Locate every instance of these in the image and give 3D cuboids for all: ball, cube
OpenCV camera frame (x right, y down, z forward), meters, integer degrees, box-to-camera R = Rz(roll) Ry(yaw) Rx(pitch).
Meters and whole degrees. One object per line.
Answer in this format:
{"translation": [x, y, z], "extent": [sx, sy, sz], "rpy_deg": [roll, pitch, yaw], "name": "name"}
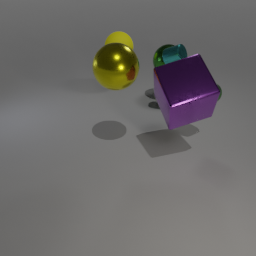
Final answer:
{"translation": [-0.438, -3.958, 13.618], "extent": [1.400, 1.400, 1.400], "rpy_deg": [0, 29, 0], "name": "ball"}
{"translation": [1.822, -3.045, 12.602], "extent": [1.400, 1.400, 1.400], "rpy_deg": [0, 29, 0], "name": "ball"}
{"translation": [1.627, -1.015, 8.145], "extent": [1.400, 1.400, 1.400], "rpy_deg": [-18, 64, -2], "name": "cube"}
{"translation": [-0.361, -1.824, 8.367], "extent": [1.400, 1.400, 1.400], "rpy_deg": [0, 29, 0], "name": "ball"}

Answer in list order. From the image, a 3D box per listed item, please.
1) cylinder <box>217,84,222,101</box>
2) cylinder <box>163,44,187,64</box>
{"translation": [2.654, -1.175, 9.306], "extent": [0.700, 0.700, 0.700], "rpy_deg": [25, 18, 37], "name": "cylinder"}
{"translation": [1.790, -2.759, 10.663], "extent": [0.700, 0.700, 0.700], "rpy_deg": [-7, 20, 40], "name": "cylinder"}
